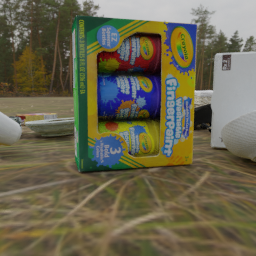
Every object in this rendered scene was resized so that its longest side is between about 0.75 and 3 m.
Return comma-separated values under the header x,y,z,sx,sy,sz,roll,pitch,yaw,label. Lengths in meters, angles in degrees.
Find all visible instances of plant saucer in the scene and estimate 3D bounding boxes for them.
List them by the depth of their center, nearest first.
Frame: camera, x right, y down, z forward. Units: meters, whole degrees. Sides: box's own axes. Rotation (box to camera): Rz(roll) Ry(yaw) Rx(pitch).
x,y,z,sx,sy,sz,roll,pitch,yaw,label
-2.096,-0.026,8.273,1.764,0.443,1.764,-4,6,0,plant saucer

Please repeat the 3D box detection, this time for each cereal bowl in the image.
x,y,z,sx,sy,sz,roll,pitch,yaw,label
2.564,0.196,5.104,1.574,0.655,1.574,-6,-24,-3,cereal bowl

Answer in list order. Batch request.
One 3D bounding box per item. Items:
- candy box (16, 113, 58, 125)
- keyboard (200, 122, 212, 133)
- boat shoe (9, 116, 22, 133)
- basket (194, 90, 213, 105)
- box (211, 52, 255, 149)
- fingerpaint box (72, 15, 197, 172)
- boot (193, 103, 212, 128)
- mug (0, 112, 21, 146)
x,y,z,sx,sy,sz,roll,pitch,yaw,label
-3.646,-0.374,11.232,0.816,0.395,1.399,6,8,42,candy box
3.015,0.064,8.653,1.549,0.251,2.438,6,7,-2,keyboard
-3.424,-0.047,8.111,0.604,0.594,1.675,-2,8,-16,boat shoe
3.659,-0.924,11.775,1.629,1.322,1.643,0,7,3,basket
3.123,-0.611,6.468,2.164,2.153,1.414,4,9,24,box
0.090,-0.572,5.007,2.072,2.483,0.911,-1,8,-15,fingerpaint box
1.870,-0.430,10.039,2.323,0.850,1.749,-13,6,-17,boot
-2.778,0.065,6.005,0.900,0.721,0.739,-17,-29,28,mug
